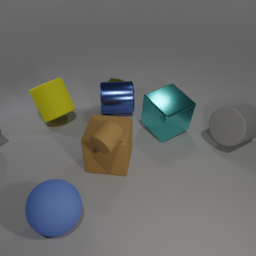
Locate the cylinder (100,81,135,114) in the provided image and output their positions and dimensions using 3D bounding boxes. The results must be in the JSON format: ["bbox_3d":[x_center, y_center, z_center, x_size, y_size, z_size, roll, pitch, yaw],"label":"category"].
[{"bbox_3d":[-0.476,-1.312,12.140,1.400,1.400,1.400,-3,34,-4],"label":"cylinder"}]

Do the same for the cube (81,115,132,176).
[{"bbox_3d":[-0.631,0.549,9.244,1.400,1.400,1.400,5,38,7],"label":"cube"}]

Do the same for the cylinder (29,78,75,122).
[{"bbox_3d":[-3.084,-1.155,11.480,1.400,1.400,1.400,-22,12,5],"label":"cylinder"}]

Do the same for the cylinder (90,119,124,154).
[{"bbox_3d":[-0.589,0.242,7.790,0.700,0.700,0.700,21,57,28],"label":"cylinder"}]

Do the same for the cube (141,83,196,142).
[{"bbox_3d":[1.493,-0.592,10.705,1.400,1.400,1.400,-25,54,-23],"label":"cube"}]

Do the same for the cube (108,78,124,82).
[{"bbox_3d":[-0.638,-1.965,13.779,0.700,0.700,0.700,12,36,17],"label":"cube"}]

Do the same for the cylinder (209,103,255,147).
[{"bbox_3d":[3.894,-0.137,10.114,1.400,1.400,1.400,-11,32,-41],"label":"cylinder"}]

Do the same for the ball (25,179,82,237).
[{"bbox_3d":[-1.866,2.002,7.092,1.400,1.400,1.400,0,33,0],"label":"ball"}]
